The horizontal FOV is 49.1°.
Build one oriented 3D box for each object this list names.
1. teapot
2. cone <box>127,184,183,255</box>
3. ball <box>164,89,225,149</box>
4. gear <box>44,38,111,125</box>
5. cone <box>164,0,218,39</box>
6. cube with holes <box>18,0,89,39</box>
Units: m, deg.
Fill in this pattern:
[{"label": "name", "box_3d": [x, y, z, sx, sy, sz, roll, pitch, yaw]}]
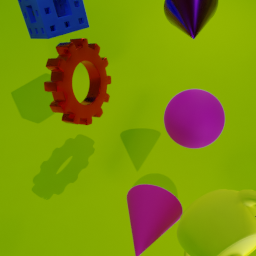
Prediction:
[{"label": "teapot", "box_3d": [1.423, 1.498, 4.033, 1.250, 2.011, 0.984, 13, 32, -36]}, {"label": "cone", "box_3d": [0.315, 1.784, 4.943, 1.106, 1.106, 1.110, 18, 40, 11]}, {"label": "ball", "box_3d": [1.448, -0.201, 6.173, 1.310, 1.310, 1.310, 0, 59, 0]}, {"label": "gear", "box_3d": [-1.105, -1.071, 6.652, 0.366, 1.981, 1.981, 7, 56, 30]}, {"label": "cone", "box_3d": [1.415, -2.351, 6.179, 1.246, 1.246, 1.250, 4, 55, 2]}, {"label": "cube with holes", "box_3d": [-2.119, -3.334, 7.869, 1.308, 1.308, 1.308, -29, 31, -30]}]
